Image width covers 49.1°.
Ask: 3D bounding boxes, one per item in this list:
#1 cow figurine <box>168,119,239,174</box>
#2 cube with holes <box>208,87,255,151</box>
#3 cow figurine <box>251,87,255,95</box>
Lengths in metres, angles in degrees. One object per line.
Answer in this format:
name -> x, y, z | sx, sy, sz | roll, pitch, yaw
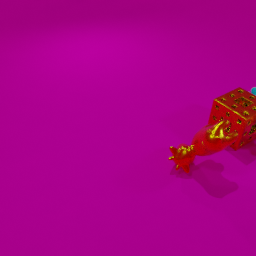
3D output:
cow figurine -> 1.840, 0.480, 7.125 | 1.511, 1.536, 0.843 | -34, 88, -17
cube with holes -> 3.252, -0.298, 8.293 | 1.159, 1.159, 1.159 | -24, 46, -26
cow figurine -> 4.483, -0.544, 8.815 | 0.841, 1.507, 1.532 | -28, 14, -20
